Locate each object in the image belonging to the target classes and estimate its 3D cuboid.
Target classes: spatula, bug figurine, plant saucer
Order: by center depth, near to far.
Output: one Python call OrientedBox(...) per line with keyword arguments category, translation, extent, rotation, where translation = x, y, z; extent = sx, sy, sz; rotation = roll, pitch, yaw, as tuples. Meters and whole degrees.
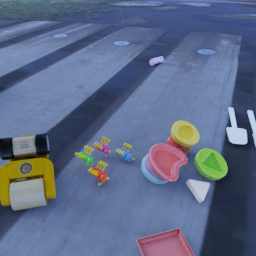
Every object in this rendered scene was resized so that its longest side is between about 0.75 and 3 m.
OrientedBox(category="plant saucer", translation=(0.779, 2.540, 5.546), extent=(0.988, 0.181, 0.986), rotation=(-8, 33, -15))
OrientedBox(category="bug figurine", translation=(-0.669, 0.856, 7.886), extent=(1.293, 0.429, 1.667), rotation=(30, 39, 25))
OrientedBox(category="spatula", translation=(4.351, -0.083, 9.730), extent=(1.893, 0.219, 2.722), rotation=(6, 33, 11))

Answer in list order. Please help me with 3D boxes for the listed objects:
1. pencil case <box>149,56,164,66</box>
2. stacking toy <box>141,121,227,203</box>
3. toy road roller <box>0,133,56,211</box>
OrientedBox(category="pencil case", translation=(1.580, -3.661, 15.351), extent=(0.884, 0.371, 0.378), rotation=(-24, 72, -31))
OrientedBox(category="stacking toy", translation=(1.511, 1.047, 7.752), extent=(1.966, 0.917, 2.172), rotation=(43, 49, 13))
OrientedBox(category="toy road roller", translation=(-2.501, 1.108, 7.195), extent=(1.187, 1.410, 1.932), rotation=(-7, 70, -11))
